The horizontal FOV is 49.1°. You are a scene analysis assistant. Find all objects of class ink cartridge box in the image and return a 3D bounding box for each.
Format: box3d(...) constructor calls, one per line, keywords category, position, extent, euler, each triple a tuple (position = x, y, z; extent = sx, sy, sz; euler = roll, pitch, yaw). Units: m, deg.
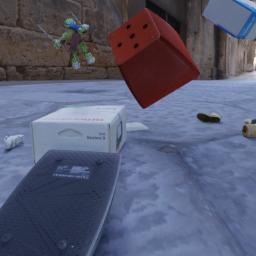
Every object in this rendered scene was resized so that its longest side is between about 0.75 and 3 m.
box3d(category="ink cartridge box", position=(-1.277, 0.112, 8.445), extent=(2.125, 1.280, 2.925), euler=(1, 11, 7))
box3d(category="ink cartridge box", position=(3.725, -3.533, 8.988), extent=(2.139, 0.902, 1.561), euler=(-6, 45, -38))

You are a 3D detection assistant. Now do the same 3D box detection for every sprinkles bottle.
box3d(category="sprinkles bottle", position=(5.026, 0.082, 10.311), extent=(1.498, 0.511, 0.511), euler=(-1, 13, -4))

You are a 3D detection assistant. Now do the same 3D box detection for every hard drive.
box3d(category="hard drive", position=(-1.003, 1.168, 4.321), extent=(1.584, 0.497, 2.348), euler=(2, 30, 10))

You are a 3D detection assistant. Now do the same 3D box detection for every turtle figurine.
box3d(category="turtle figurine", position=(-1.969, -3.187, 10.203), extent=(1.814, 1.758, 1.305), euler=(16, 48, 35))

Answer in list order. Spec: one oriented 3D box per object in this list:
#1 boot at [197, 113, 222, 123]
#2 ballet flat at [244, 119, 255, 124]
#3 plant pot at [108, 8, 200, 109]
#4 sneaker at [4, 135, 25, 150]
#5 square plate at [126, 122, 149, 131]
box3d(category="boot", position=(3.862, -0.527, 13.289), extent=(1.102, 0.397, 0.853), euler=(11, 17, 21))
box3d(category="ballet flat", position=(5.919, -0.273, 11.803), extent=(1.911, 0.543, 0.635), euler=(3, 12, 14))
box3d(category="plant pot", position=(0.713, -2.657, 10.114), extent=(2.499, 2.496, 2.202), euler=(-30, -36, 18))
box3d(category="sneaker", position=(-3.668, 0.426, 9.078), extent=(0.578, 0.378, 1.005), euler=(-7, 11, -18))
box3d(category="square plate", position=(0.182, -0.070, 11.801), extent=(1.151, 0.164, 1.140), euler=(-3, 14, -14))
